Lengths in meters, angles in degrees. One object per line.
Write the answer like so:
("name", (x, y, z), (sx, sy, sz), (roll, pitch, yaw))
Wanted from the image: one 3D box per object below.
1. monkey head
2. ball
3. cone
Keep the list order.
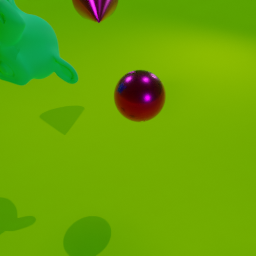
("monkey head", (-1.543, -1.368, 4.207), (1.848, 1.329, 1.113), (50, 50, 1))
("ball", (0.180, -0.489, 4.313), (0.801, 0.801, 0.801), (0, 38, 0))
("cone", (-0.763, -2.913, 6.931), (1.217, 1.217, 1.221), (-5, 50, -7))
